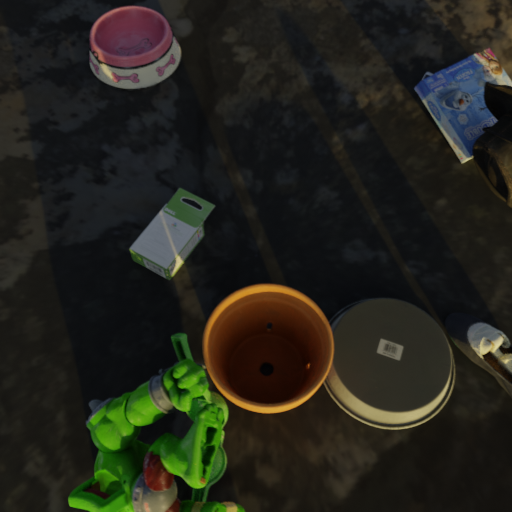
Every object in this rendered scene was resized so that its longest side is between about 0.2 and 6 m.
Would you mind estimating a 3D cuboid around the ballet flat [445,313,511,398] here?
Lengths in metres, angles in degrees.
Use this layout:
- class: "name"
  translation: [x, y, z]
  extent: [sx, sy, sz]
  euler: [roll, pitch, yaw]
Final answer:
- class: "ballet flat"
  translation: [3.645, 1.485, 8.297]
  extent: [0.702, 0.702, 1.921]
  euler: [-32, 65, -17]

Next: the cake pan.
- class: "cake pan"
  translation: [1.985, 1.512, 8.440]
  extent: [2.083, 0.382, 2.083]
  euler: [0, 60, 0]

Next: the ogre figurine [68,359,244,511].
- class: "ogre figurine"
  translation: [-1.213, 2.722, 6.818]
  extent: [1.734, 2.893, 1.419]
  euler: [-4, 25, 24]

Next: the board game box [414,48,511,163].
- class: "board game box"
  translation: [4.176, -2.886, 10.659]
  extent: [1.719, 0.373, 1.710]
  euler: [-29, 85, -16]

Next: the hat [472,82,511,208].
- class: "hat"
  translation: [4.376, -1.485, 9.224]
  extent: [1.147, 2.844, 2.844]
  euler: [-43, 65, 12]

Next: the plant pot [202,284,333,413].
- class: "plant pot"
  translation: [0.159, 1.455, 7.979]
  extent: [1.760, 1.232, 1.760]
  euler: [0, 60, 0]

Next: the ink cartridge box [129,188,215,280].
- class: "ink cartridge box"
  translation: [-1.383, -0.383, 9.492]
  extent: [0.755, 0.431, 1.455]
  euler: [27, 64, 15]

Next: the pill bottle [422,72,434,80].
- class: "pill bottle"
  translation: [3.697, -3.288, 11.145]
  extent: [0.859, 0.456, 0.456]
  euler: [27, 64, 14]

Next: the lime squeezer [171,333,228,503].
- class: "lime squeezer"
  translation: [-0.719, 2.549, 7.417]
  extent: [0.611, 1.145, 3.241]
  euler: [1, 94, 4]

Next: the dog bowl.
- class: "dog bowl"
  translation: [-2.559, -4.377, 11.624]
  extent: [1.945, 0.717, 1.945]
  euler: [0, 60, 0]
